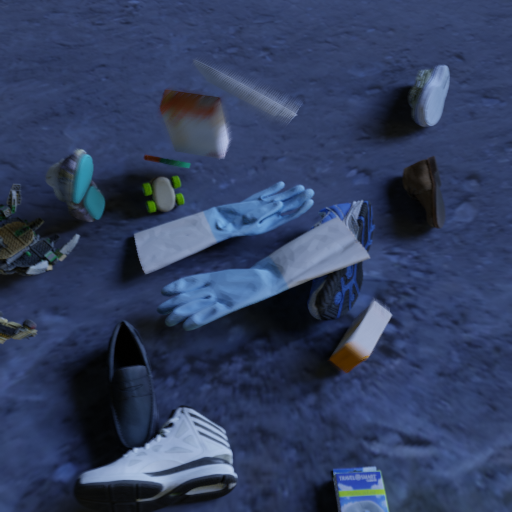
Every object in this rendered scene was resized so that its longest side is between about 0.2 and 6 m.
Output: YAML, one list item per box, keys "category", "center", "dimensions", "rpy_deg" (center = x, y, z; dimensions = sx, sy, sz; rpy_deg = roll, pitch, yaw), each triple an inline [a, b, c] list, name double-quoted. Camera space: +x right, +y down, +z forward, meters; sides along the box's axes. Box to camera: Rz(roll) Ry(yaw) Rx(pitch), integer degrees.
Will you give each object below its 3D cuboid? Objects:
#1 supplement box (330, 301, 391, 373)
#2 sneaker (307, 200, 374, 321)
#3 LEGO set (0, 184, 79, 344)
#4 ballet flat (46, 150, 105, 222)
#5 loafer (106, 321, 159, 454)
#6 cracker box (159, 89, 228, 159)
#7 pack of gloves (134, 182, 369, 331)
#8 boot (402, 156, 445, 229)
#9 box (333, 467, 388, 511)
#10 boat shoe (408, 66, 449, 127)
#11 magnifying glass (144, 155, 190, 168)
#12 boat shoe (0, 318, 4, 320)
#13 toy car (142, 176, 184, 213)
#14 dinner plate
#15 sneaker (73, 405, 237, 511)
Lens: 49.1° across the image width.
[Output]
- category: "supplement box"
  center: [1.784, 1.379, 9.515]
  dimensions: [0.407, 0.697, 1.106]
  rpy_deg: [39, 51, 4]
- category: "sneaker"
  center: [1.453, 0.072, 10.714]
  dimensions: [1.109, 1.090, 2.878]
  rpy_deg: [2, 44, 27]
- category: "LEGO set"
  center: [-4.636, 0.242, 10.583]
  dimensions: [2.266, 0.989, 3.490]
  rpy_deg: [8, 55, 5]
- category: "ballet flat"
  center: [-3.522, -1.320, 10.677]
  dimensions: [0.918, 2.552, 0.918]
  rpy_deg: [2, 74, -7]
- category: "loafer"
  center: [-2.039, 2.065, 8.948]
  dimensions: [0.770, 0.796, 2.268]
  rpy_deg: [-11, 49, -9]
- category: "cracker box"
  center: [-1.285, -2.778, 11.973]
  dimensions: [1.167, 1.743, 0.503]
  rpy_deg: [10, 71, 6]
- category: "pack of gloves"
  center: [-0.234, 0.018, 10.792]
  dimensions: [3.814, 0.752, 3.204]
  rpy_deg: [-21, 38, -6]
- category: "boot"
  center: [3.637, -1.311, 12.148]
  dimensions: [0.772, 0.753, 2.046]
  rpy_deg: [-12, 44, 21]
- category: "box"
  center: [1.511, 3.560, 7.989]
  dimensions: [0.695, 0.271, 1.139]
  rpy_deg: [-2, 49, -3]
- category: "boat shoe"
  center: [4.374, -4.090, 14.482]
  dimensions: [0.793, 0.920, 2.555]
  rpy_deg: [1, 39, 31]
- category: "magnifying glass"
  center: [-2.013, -2.102, 12.474]
  dimensions: [1.312, 0.147, 0.522]
  rpy_deg: [18, 12, 35]
- category: "boat shoe"
  center: [-5.409, 1.387, 9.855]
  dimensions: [1.857, 0.675, 0.582]
  rpy_deg: [-4, 91, -11]
- category: "toy car"
  center: [-2.120, -1.408, 12.265]
  dimensions: [0.791, 0.760, 0.963]
  rpy_deg: [-16, 22, -18]
- category: "dinner plate"
  center: [-0.248, -3.156, 10.826]
  dimensions: [2.238, 0.271, 2.238]
  rpy_deg: [26, 15, -7]
- category: "sneaker"
  center: [-1.490, 2.967, 8.281]
  dimensions: [2.267, 0.856, 1.305]
  rpy_deg: [-2, 39, -12]
